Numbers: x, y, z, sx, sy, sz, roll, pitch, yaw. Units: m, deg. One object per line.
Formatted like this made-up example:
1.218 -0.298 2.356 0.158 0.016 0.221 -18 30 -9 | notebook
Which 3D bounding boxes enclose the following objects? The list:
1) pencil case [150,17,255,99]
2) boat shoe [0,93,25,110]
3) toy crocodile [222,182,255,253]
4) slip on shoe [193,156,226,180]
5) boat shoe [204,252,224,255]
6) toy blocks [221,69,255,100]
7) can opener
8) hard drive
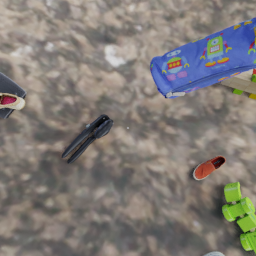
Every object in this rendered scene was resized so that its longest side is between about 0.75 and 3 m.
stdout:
1.576 -1.280 5.519 2.433 0.949 1.057 -14 60 36 | pencil case
-3.735 -0.836 8.242 1.325 0.458 0.489 2 72 5 | boat shoe
3.292 2.577 7.592 0.770 0.705 2.282 -37 75 32 | toy crocodile
2.373 1.135 8.142 1.101 0.337 0.408 -29 78 -6 | slip on shoe
1.747 4.103 7.058 2.275 0.810 0.794 -40 78 -10 | boat shoe
3.815 -1.833 8.761 2.002 1.000 1.368 17 64 4 | toy blocks
-1.217 0.296 8.269 1.857 0.730 0.589 -39 86 -1 | can opener
-4.127 -1.122 8.755 1.727 0.365 1.165 33 77 9 | hard drive
